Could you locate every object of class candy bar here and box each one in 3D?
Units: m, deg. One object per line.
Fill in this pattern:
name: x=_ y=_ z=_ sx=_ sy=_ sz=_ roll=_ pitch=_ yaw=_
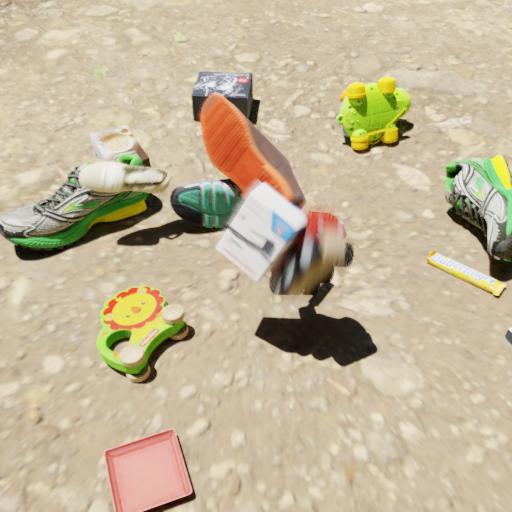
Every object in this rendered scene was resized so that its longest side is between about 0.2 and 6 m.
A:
candy bar: x=4.162 y=0.332 z=11.223 sx=1.599 sy=0.177 sz=0.399 roll=30 pitch=51 yaw=26

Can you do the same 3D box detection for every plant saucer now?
plant saucer: x=-1.596 y=3.205 z=8.226 sx=1.090 sy=0.200 sz=1.088 roll=-15 pitch=46 yaw=-14

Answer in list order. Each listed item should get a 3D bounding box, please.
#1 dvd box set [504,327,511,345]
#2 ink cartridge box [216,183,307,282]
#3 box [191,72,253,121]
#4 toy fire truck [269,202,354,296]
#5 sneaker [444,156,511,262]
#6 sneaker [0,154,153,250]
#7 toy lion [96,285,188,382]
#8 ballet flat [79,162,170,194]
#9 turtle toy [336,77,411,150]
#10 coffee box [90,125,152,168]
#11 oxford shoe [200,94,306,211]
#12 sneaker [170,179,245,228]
dvd box set: x=5.651 y=1.527 z=9.893 sx=1.962 sy=0.288 sz=1.435 roll=-18 pitch=46 yaw=-18
ink cartridge box: x=0.067 y=-0.339 z=8.710 sx=0.900 sy=1.244 sz=0.524 roll=39 pitch=37 yaw=6
box: x=-0.916 y=-4.467 z=15.723 sx=1.570 sy=0.818 sz=1.430 roll=3 pitch=45 yaw=3
toy fire truck: x=0.813 y=-0.328 z=9.188 sx=1.066 sy=1.458 sz=1.657 roll=2 pitch=57 yaw=-31
sneaker: x=4.819 y=-1.012 z=12.020 sx=1.429 sy=1.309 sz=3.354 roll=-1 pitch=35 yaw=9
sneaker: x=-3.888 y=-1.286 z=11.989 sx=3.381 sy=1.440 sz=1.319 roll=-29 pitch=51 yaw=-26
toy lion: x=-2.193 y=1.248 z=10.078 sx=1.643 sy=0.589 sz=1.714 roll=19 pitch=47 yaw=28
ballet flat: x=-2.567 y=-1.584 z=11.217 sx=1.826 sy=0.634 sz=0.634 roll=-2 pitch=41 yaw=-30
turtle toy: x=3.094 y=-3.804 z=14.649 sx=2.327 sy=1.696 sz=1.176 roll=-15 pitch=24 yaw=-16
coffee box: x=-3.294 y=-2.419 z=13.695 sx=0.987 sy=0.688 sz=1.726 roll=-21 pitch=48 yaw=-20
oxford shoe: x=-0.090 y=-2.047 z=11.743 sx=1.153 sy=1.132 sz=3.180 roll=-11 pitch=65 yaw=-52
sneaker: x=-0.547 y=-1.340 z=12.493 sx=2.842 sy=1.058 sz=1.244 roll=0 pitch=32 yaw=-17
